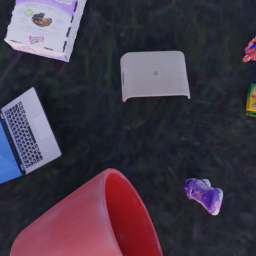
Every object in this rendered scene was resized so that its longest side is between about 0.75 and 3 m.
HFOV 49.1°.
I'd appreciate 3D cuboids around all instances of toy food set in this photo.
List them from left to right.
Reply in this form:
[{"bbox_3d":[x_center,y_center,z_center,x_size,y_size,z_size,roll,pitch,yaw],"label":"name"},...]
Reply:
[{"bbox_3d":[0.760,-1.434,7.960,1.894,0.572,1.359,-3,72,-2],"label":"toy food set"}]

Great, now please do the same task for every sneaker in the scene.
[{"bbox_3d":[1.813,1.640,7.000,0.696,1.574,0.633,18,94,-5],"label":"sneaker"}]

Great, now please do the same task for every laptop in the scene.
[{"bbox_3d":[-3.204,0.279,7.268,2.168,1.256,2.030,-27,82,21],"label":"laptop"}]

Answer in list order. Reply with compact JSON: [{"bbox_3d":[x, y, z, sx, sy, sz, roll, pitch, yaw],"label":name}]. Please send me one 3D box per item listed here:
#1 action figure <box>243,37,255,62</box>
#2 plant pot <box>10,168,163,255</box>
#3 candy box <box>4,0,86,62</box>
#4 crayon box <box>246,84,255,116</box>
[{"bbox_3d":[3.945,-2.529,7.903,1.698,0.841,0.554,-44,85,-2],"label":"action figure"},{"bbox_3d":[-0.920,2.817,6.373,2.647,2.991,2.991,-27,84,10],"label":"plant pot"},{"bbox_3d":[-2.304,-3.110,7.982,1.704,0.726,2.031,14,83,1],"label":"candy box"},{"bbox_3d":[3.722,-0.777,7.987,0.570,0.228,0.899,8,84,1],"label":"crayon box"}]
